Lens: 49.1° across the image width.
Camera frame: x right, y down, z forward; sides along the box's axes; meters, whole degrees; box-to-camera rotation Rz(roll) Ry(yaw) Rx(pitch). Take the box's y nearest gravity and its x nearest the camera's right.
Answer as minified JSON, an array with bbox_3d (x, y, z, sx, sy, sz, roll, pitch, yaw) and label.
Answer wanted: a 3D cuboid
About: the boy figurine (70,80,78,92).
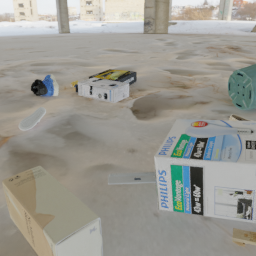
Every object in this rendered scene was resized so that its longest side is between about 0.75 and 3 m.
[{"bbox_3d":[-2.894,-2.392,15.933,0.873,0.452,1.404,4,19,-24],"label":"boy figurine"}]

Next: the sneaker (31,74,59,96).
[{"bbox_3d":[-4.699,-2.393,15.409,1.316,0.908,2.365,-2,29,-26],"label":"sneaker"}]

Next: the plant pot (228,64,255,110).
[{"bbox_3d":[6.208,-1.998,12.993,2.463,2.515,2.515,-14,27,-11],"label":"plant pot"}]

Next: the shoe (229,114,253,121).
[{"bbox_3d":[4.598,0.133,10.070,0.842,0.642,2.407,-15,28,-30],"label":"shoe"}]

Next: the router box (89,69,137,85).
[{"bbox_3d":[-0.869,-2.949,16.951,1.969,0.654,2.504,11,26,24],"label":"router box"}]

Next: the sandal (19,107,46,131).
[{"bbox_3d":[-3.751,-0.311,11.144,1.250,0.307,0.509,-42,79,-16],"label":"sandal"}]

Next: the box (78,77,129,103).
[{"bbox_3d":[-1.309,-2.049,14.857,2.436,0.732,1.421,15,28,31],"label":"box"}]

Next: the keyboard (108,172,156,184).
[{"bbox_3d":[0.265,1.417,7.920,1.662,0.089,0.468,-2,29,-4],"label":"keyboard"}]

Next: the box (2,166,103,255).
[{"bbox_3d":[-1.584,1.832,5.701,0.927,1.133,2.386,-21,30,-37],"label":"box"}]

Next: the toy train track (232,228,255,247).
[{"bbox_3d":[3.269,2.395,5.431,2.334,0.380,1.339,4,31,23],"label":"toy train track"}]

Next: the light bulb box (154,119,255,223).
[{"bbox_3d":[2.151,0.889,6.985,2.438,1.521,2.417,2,23,21],"label":"light bulb box"}]
